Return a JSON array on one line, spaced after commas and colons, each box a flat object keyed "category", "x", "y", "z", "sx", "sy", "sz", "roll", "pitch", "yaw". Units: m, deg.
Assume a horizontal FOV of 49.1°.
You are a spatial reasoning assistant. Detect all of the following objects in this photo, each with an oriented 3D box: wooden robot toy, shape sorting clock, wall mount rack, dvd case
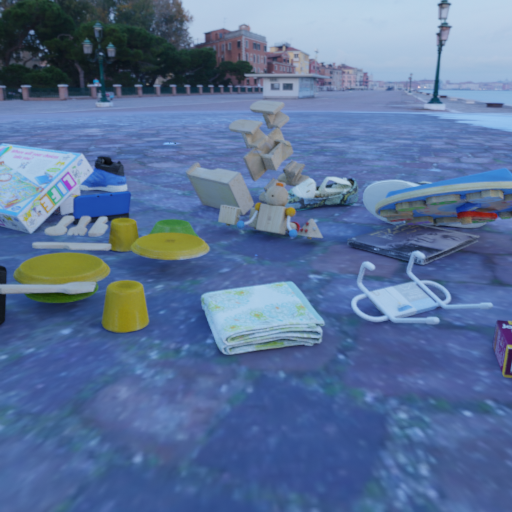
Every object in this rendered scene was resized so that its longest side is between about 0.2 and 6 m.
[{"category": "wooden robot toy", "x": 0.358, "y": -0.980, "z": 11.418, "sx": 2.266, "sy": 1.028, "sz": 0.998, "roll": 12, "pitch": 7, "yaw": 29}, {"category": "shape sorting clock", "x": 3.840, "y": -0.895, "z": 10.343, "sx": 3.230, "sy": 0.634, "sz": 3.230, "roll": -4, "pitch": -8, "yaw": -1}, {"category": "wall mount rack", "x": 2.244, "y": 0.560, "z": 7.705, "sx": 1.716, "sy": 0.640, "sz": 1.491, "roll": -10, "pitch": 39, "yaw": -28}, {"category": "dvd case", "x": 3.113, "y": -0.314, "z": 11.009, "sx": 2.206, "sy": 0.176, "sz": 1.641, "roll": -15, "pitch": 24, "yaw": -43}]

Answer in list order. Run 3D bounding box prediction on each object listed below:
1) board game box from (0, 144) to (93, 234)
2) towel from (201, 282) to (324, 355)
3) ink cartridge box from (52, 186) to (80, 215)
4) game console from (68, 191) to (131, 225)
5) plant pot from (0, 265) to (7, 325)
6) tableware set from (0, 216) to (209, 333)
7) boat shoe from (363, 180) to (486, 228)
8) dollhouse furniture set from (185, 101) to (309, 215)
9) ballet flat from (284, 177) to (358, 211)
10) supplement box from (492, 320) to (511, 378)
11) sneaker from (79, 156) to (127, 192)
[{"category": "board game box", "x": -5.536, "y": -1.637, "z": 12.890, "sx": 3.106, "sy": 0.532, "sz": 2.088, "roll": 13, "pitch": 54, "yaw": 33}, {"category": "towel", "x": 0.047, "y": 0.774, "z": 7.461, "sx": 1.353, "sy": 0.381, "sz": 1.581, "roll": -4, "pitch": 18, "yaw": -14}, {"category": "ink cartridge box", "x": -4.668, "y": -1.478, "z": 13.516, "sx": 0.616, "sy": 0.837, "sz": 0.605, "roll": 15, "pitch": 26, "yaw": 37}, {"category": "game console", "x": -3.572, "y": -1.168, "z": 12.737, "sx": 1.269, "sy": 0.751, "sz": 1.083, "roll": -8, "pitch": 21, "yaw": -26}, {"category": "plant pot", "x": -3.922, "y": 0.502, "z": 7.256, "sx": 1.164, "sy": 1.162, "sz": 1.033, "roll": 12, "pitch": 11, "yaw": 32}, {"category": "tableware set", "x": -2.196, "y": 0.130, "z": 9.199, "sx": 2.859, "sy": 0.651, "sz": 4.244, "roll": 1, "pitch": 17, "yaw": -7}, {"category": "boat shoe", "x": 3.767, "y": -1.161, "z": 12.540, "sx": 2.754, "sy": 0.974, "sz": 0.877, "roll": 10, "pitch": 20, "yaw": 6}, {"category": "dollhouse furniture set", "x": -0.246, "y": -2.263, "z": 13.944, "sx": 1.595, "sy": 2.252, "sz": 2.452, "roll": 19, "pitch": 55, "yaw": 42}, {"category": "ballet flat", "x": 1.545, "y": -1.617, "z": 13.934, "sx": 2.169, "sy": 0.805, "sz": 0.805, "roll": -8, "pitch": 20, "yaw": -19}, {"category": "supplement box", "x": 3.078, "y": 1.087, "z": 6.492, "sx": 0.495, "sy": 0.390, "sz": 0.756, "roll": 4, "pitch": 19, "yaw": 11}, {"category": "sneaker", "x": -4.512, "y": -2.373, "z": 15.967, "sx": 1.784, "sy": 0.993, "sz": 0.685, "roll": 8, "pitch": 20, "yaw": 23}]
